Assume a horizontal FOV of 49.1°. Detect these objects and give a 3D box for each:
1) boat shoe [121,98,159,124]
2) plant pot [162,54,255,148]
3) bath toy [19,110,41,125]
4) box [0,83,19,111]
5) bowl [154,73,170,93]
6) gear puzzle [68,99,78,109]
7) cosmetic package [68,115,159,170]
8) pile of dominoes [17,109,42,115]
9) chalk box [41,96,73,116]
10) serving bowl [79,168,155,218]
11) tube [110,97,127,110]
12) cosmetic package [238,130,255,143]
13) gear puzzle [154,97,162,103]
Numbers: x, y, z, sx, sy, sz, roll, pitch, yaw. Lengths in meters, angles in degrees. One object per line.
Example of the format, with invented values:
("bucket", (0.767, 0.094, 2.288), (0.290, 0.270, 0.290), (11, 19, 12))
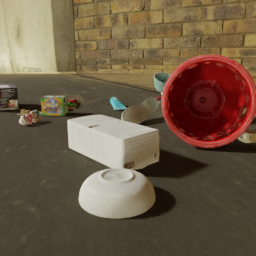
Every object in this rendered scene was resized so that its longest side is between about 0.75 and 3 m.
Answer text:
("boat shoe", (0.462, -0.603, 12.089), (2.241, 0.847, 0.676), (-26, -11, -40))
("plant pot", (2.619, -0.896, 9.362), (2.775, 2.775, 2.527), (3, 7, 13))
("bath toy", (-4.136, -0.383, 11.740), (0.416, 0.489, 1.126), (-31, 6, 25))
("box", (-6.834, -1.725, 15.201), (1.419, 1.232, 2.147), (-8, 16, -27))
("bowl", (1.628, -1.960, 12.497), (1.119, 0.585, 1.119), (10, 36, -8))
("gear puzzle", (-3.573, -1.361, 15.528), (1.464, 0.370, 2.826), (-1, 15, -5))
("cosmetic package", (-0.492, 0.327, 7.921), (1.337, 0.973, 2.629), (-13, 19, -41))
("pile of dominoes", (-4.724, -0.780, 13.704), (1.111, 0.177, 0.866), (3, 15, 15))
("chalk box", (-3.364, -1.085, 13.525), (1.411, 0.873, 0.878), (1, 13, 0))
("serving bowl", (-0.221, 1.167, 5.598), (1.536, 0.505, 1.536), (-1, 15, 0))
("tube", (-0.586, -1.275, 15.217), (0.692, 0.450, 1.787), (-11, 21, -10))
("cosmetic package", (4.229, 0.264, 9.395), (0.924, 0.328, 0.486), (-3, 15, -12))
("gear puzzle", (2.496, -1.891, 17.645), (1.293, 0.327, 2.497), (10, 18, 34))
